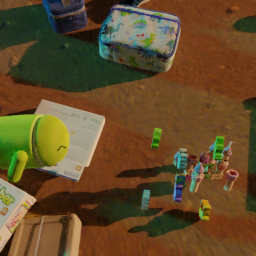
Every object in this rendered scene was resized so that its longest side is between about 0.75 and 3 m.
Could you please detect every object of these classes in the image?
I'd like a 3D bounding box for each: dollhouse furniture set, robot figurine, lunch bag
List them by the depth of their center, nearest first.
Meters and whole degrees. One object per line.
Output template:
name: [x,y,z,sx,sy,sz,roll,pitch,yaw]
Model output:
robot figurine: [-1.813,0.244,5.033,1.652,0.956,1.450,-3,27,6]
dollhouse furniture set: [-1.723,3.305,5.783,1.467,1.133,2.935,-7,45,5]
lunch bag: [0.359,-2.775,8.475,2.320,0.956,1.865,15,62,6]
lunch bag: [-2.059,-3.999,8.905,1.231,1.199,1.812,-21,65,-10]

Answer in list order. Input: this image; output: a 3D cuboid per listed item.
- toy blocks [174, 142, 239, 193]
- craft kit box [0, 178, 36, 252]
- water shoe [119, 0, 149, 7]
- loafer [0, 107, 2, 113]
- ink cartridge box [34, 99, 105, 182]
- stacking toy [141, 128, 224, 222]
toy blocks: [1.805,0.719,6.459,1.121,1.010,1.200,0,29,-13]
craft kit box: [-4.109,2.144,6.102,2.986,0.724,2.949,22,63,16]
water shoe: [0.176,-4.387,9.395,0.599,0.661,1.675,40,71,18]
loafer: [-4.021,-0.642,7.720,1.112,0.397,0.406,19,66,9]
ink cartridge box: [-1.753,0.315,7.260,1.870,0.380,1.874,16,65,8]
stacking toy: [1.196,1.054,6.345,1.535,0.478,2.036,9,100,5]
